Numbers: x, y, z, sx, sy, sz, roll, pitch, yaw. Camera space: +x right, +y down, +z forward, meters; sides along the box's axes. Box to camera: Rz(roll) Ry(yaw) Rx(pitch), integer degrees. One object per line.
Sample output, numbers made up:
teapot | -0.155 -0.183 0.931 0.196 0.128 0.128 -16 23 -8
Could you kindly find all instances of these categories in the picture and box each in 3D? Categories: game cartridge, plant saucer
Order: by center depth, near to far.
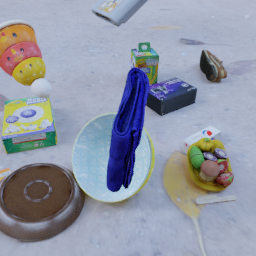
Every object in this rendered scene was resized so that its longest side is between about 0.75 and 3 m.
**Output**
plant saucer | -2.390 1.762 7.472 2.469 0.396 2.469 6 41 -5
game cartridge | -0.358 -5.075 11.309 1.793 0.559 2.693 -48 40 4

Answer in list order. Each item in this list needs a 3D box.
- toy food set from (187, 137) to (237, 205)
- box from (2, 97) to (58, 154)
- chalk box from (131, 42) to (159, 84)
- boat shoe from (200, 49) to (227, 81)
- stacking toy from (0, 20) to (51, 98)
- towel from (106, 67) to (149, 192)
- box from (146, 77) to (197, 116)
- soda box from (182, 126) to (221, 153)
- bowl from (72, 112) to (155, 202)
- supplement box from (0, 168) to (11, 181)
toy food set | 2.465 1.048 8.124 1.303 0.723 2.215 1 48 -1
box | -3.691 -0.346 10.518 1.755 0.723 2.991 -10 35 -15
chalk box | 0.784 -3.158 13.483 1.161 1.859 1.152 -7 36 -10
boat shoe | 4.390 -3.202 14.475 0.944 0.967 2.555 2 43 -6
stacking toy | -3.024 -1.878 8.445 1.701 1.701 2.328 -32 79 -37
towel | 0.018 0.155 5.797 0.577 2.327 1.718 13 53 2
box | 1.745 -1.388 11.957 1.953 0.770 1.379 -21 43 -28
soda box | 2.530 0.436 9.608 1.436 0.457 0.489 -24 42 -29
bowl | -0.242 0.856 8.024 2.424 2.424 1.304 20 -2 26
supplement box | -3.361 1.636 7.970 0.399 0.386 1.161 -19 40 -28
